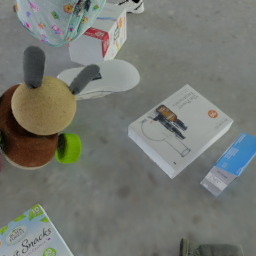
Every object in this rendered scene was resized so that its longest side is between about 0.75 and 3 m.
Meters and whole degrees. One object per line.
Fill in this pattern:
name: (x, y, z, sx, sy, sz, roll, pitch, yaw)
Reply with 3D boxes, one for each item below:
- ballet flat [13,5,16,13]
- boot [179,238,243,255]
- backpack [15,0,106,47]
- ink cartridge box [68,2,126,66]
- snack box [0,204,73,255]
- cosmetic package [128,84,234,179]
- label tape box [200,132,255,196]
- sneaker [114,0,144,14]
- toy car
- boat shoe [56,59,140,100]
ballet flat: (-3.153, -4.388, 10.777, 2.783, 0.645, 0.937, 12, 64, 14)
boot: (1.775, 3.003, 5.964, 1.345, 0.488, 1.223, 13, 59, 1)
backpack: (-1.635, -3.524, 6.908, 2.468, 2.957, 1.872, 43, 57, 1)
ink cartridge box: (-0.990, -3.143, 9.425, 1.339, 1.345, 1.851, 19, 59, 12)
snack box: (-1.978, 2.870, 5.948, 1.430, 0.533, 2.011, -34, 63, -20)
cosmetic package: (1.454, 0.005, 7.816, 2.348, 0.607, 1.771, -36, 66, -21)
label tape box: (2.488, 0.762, 6.614, 0.574, 1.736, 1.244, 39, 64, 20)
sneaker: (-0.087, -4.850, 11.038, 1.437, 0.575, 0.530, -8, 58, -4)
toy car: (-1.972, -0.643, 6.389, 2.393, 2.913, 2.298, 6, 51, -35)
boat shoe: (-0.943, -1.367, 8.497, 2.786, 0.915, 1.002, -21, 91, -33)
